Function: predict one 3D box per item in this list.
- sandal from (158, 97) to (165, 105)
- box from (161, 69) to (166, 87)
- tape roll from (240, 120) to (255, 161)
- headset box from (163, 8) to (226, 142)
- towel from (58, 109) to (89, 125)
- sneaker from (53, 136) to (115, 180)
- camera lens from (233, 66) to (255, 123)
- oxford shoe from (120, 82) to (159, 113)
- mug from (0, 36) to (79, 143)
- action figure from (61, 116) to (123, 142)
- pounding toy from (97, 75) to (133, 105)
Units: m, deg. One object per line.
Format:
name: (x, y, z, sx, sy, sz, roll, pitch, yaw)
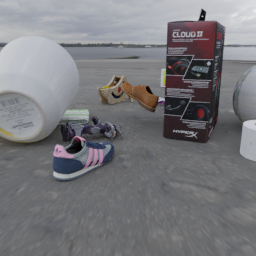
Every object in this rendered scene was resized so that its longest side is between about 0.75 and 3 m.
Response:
sandal: (1.216, -0.969, 10.538, 0.901, 0.367, 0.221, 16, 63, 41)
box: (2.660, -2.562, 14.595, 0.885, 0.982, 1.746, -16, 24, -41)
tape roll: (2.811, 0.255, 5.705, 0.945, 0.649, 0.945, 1, 16, 0)
headset box: (1.755, -1.416, 7.186, 1.124, 2.998, 2.228, 7, 17, 22)
towel: (-1.723, -0.345, 8.613, 1.059, 0.218, 1.420, 0, 14, -7)
sneaker: (-0.748, 0.412, 5.197, 0.541, 0.632, 1.541, 9, 19, 29)
camera lens: (3.915, -0.708, 7.102, 1.683, 1.683, 2.104, -8, 17, -26)
oxford shoe: (0.361, -1.017, 8.013, 0.555, 0.554, 1.555, 8, 23, -45)
mug: (-2.541, -0.608, 6.875, 2.233, 2.788, 2.289, 27, 26, -19)
action figure: (-0.776, 0.022, 6.747, 1.553, 0.539, 1.010, -6, 11, -30)
pounding toy: (-0.283, -1.518, 11.018, 1.026, 1.022, 1.788, 11, 20, 32)
